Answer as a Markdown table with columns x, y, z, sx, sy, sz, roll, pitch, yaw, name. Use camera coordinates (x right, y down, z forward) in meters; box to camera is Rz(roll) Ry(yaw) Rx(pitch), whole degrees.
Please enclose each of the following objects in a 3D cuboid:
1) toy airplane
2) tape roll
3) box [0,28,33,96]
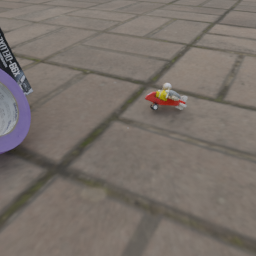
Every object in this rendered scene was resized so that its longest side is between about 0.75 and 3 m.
| x | y | z | sx | sy | sz | roll | pitch | yaw | name |
| --- | --- | --- | --- | --- | --- | --- | --- | --- | --- |
| 1.308 | -0.995 | 8.857 | 1.204 | 0.849 | 1.198 | 7 | 9 | 40 | toy airplane |
| -3.545 | -0.376 | 6.658 | 0.959 | 2.256 | 2.256 | -20 | 25 | 31 | tape roll |
| -4.304 | -2.005 | 8.194 | 2.156 | 2.734 | 0.680 | -5 | 29 | 30 | box |
